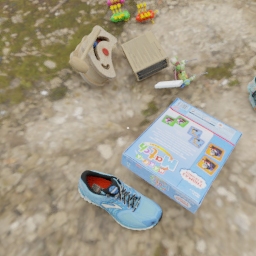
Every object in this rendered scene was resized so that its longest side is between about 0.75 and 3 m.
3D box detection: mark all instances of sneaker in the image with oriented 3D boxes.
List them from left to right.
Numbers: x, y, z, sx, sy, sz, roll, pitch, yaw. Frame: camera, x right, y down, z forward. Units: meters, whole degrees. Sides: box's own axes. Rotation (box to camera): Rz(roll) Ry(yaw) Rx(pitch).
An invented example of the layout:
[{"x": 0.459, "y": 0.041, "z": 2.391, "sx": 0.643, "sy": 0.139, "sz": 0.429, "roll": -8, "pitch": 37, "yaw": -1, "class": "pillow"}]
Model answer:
[{"x": -0.262, "y": 1.735, "z": 6.891, "sx": 2.329, "sy": 1.047, "sz": 0.913, "roll": 21, "pitch": 60, "yaw": 13, "class": "sneaker"}]

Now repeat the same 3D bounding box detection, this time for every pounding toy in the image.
[{"x": -0.823, "y": -2.335, "z": 8.980, "sx": 1.447, "sy": 1.452, "sz": 2.531, "roll": 42, "pitch": 43, "yaw": -23, "class": "pounding toy"}]

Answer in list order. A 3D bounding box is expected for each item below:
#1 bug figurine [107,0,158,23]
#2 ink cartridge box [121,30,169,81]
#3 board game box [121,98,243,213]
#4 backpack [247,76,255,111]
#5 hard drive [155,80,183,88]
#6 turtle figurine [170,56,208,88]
[{"x": 0.097, "y": -5.042, "z": 11.449, "sx": 1.871, "sy": 0.621, "sz": 2.412, "roll": -13, "pitch": 63, "yaw": -1, "class": "bug figurine"}, {"x": 0.580, "y": -2.502, "z": 9.668, "sx": 1.225, "sy": 0.559, "sz": 1.487, "roll": -24, "pitch": 57, "yaw": 3, "class": "ink cartridge box"}, {"x": 1.542, "y": 0.537, "z": 7.619, "sx": 2.195, "sy": 0.531, "sz": 2.902, "roll": 32, "pitch": 50, "yaw": 19, "class": "board game box"}, {"x": 4.341, "y": -1.113, "z": 8.791, "sx": 1.012, "sy": 0.882, "sz": 1.151, "roll": -9, "pitch": 69, "yaw": -8, "class": "backpack"}, {"x": 1.322, "y": -1.410, "z": 9.031, "sx": 0.792, "sy": 0.104, "sz": 0.522, "roll": -1, "pitch": 22, "yaw": 27, "class": "hard drive"}, {"x": 1.971, "y": -1.987, "z": 9.344, "sx": 0.838, "sy": 1.165, "sz": 1.129, "roll": 5, "pitch": 40, "yaw": -35, "class": "turtle figurine"}]
